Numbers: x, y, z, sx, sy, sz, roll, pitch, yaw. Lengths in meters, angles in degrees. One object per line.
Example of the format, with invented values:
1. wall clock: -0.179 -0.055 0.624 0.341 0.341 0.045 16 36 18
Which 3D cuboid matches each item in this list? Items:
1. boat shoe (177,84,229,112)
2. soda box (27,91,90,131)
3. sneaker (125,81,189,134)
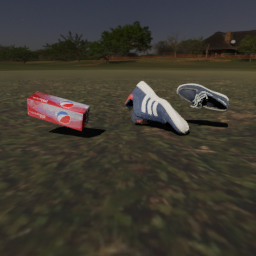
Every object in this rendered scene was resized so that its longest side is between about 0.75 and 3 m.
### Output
1. boat shoe: 1.760 -0.678 6.608 1.256 0.470 0.389 21 36 2
2. soda box: -1.490 -0.373 6.013 1.275 0.446 0.404 15 34 8
3. sneaker: 0.639 -0.317 7.075 0.821 0.926 2.191 40 7 -40
